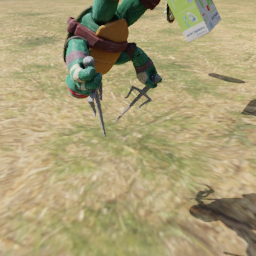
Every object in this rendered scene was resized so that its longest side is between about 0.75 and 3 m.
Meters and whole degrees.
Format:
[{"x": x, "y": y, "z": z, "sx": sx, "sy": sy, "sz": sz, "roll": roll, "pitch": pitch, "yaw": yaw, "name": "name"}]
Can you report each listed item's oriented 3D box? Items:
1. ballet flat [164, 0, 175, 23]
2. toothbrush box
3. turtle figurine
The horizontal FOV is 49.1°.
[{"x": 1.589, "y": -4.365, "z": 9.895, "sx": 0.548, "sy": 1.625, "sz": 0.507, "roll": -15, "pitch": 71, "yaw": 0, "name": "ballet flat"}, {"x": 1.720, "y": -3.345, "z": 7.541, "sx": 0.710, "sy": 1.650, "sz": 1.202, "roll": -15, "pitch": 23, "yaw": 42, "name": "toothbrush box"}, {"x": -0.217, "y": -1.050, "z": 3.600, "sx": 1.314, "sy": 2.611, "sz": 1.955, "roll": 37, "pitch": 34, "yaw": 12, "name": "turtle figurine"}]
